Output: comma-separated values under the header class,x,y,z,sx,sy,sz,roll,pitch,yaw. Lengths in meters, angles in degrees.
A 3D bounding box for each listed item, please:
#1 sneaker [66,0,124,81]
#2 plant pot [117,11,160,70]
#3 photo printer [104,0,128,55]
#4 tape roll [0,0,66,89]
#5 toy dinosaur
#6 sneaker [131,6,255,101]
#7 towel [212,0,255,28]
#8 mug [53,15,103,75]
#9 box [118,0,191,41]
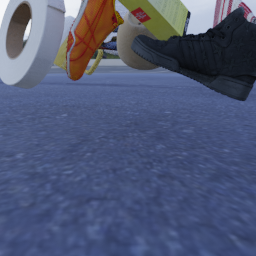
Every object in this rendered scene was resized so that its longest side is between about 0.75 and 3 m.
class,x,y,z,sx,sy,sz,roll,pitch,yaw
sneaker,-0.696,-2.195,6.179,1.033,2.678,0.978,21,26,-11
plant pot,0.467,-2.644,7.615,1.756,1.756,1.179,2,-23,10
photo printer,-0.003,-4.003,10.460,2.104,2.529,0.878,1,10,21
tape roll,-2.415,-2.256,6.720,0.482,2.636,2.636,9,3,-44
toy dinosaur,0.141,-2.984,9.260,2.281,1.320,2.514,12,-20,-28
sneaker,1.589,-1.500,5.018,2.830,1.476,0.850,25,21,3
towel,2.750,-2.691,7.394,0.247,1.562,2.169,-9,47,-1
mug,-2.230,-3.350,11.560,2.362,1.939,1.892,30,8,-15
box,0.358,-2.617,5.530,0.563,0.845,2.246,-8,-29,46
